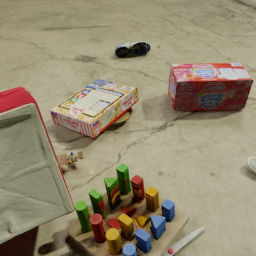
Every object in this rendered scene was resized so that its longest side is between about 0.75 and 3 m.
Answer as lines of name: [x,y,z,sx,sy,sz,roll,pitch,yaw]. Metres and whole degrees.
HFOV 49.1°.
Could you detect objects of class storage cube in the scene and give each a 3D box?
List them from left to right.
storage cube: [-3.063,0.751,6.309,2.564,3.000,2.696,-21,22,-20]

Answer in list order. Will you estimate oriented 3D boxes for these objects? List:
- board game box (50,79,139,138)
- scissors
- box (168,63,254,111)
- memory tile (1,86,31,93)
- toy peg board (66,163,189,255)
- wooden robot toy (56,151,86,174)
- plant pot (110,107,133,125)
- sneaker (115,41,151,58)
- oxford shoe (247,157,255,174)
board game box: [-1.188,-0.860,10.419,2.042,0.624,2.695,18,43,33]
scissors: [0.801,2.856,6.397,0.921,0.175,2.517,26,47,32]
box: [3.120,-1.633,11.021,2.893,1.381,1.442,-2,39,-2]
memory tile: [-4.757,-0.885,11.038,1.938,0.212,2.528,-13,41,-16]
toy peg board: [-0.037,2.012,6.544,2.159,1.060,2.168,24,47,34]
wooden robot toy: [-1.885,1.089,8.494,1.301,0.573,0.590,-9,76,-1]
plant pot: [-0.469,-0.500,10.474,1.356,0.186,1.356,-5,36,4]
sneaker: [0.220,-4.290,14.880,1.979,0.762,0.843,-7,35,-10]
oxford shoe: [4.660,1.267,7.998,2.370,0.684,0.891,21,46,27]
